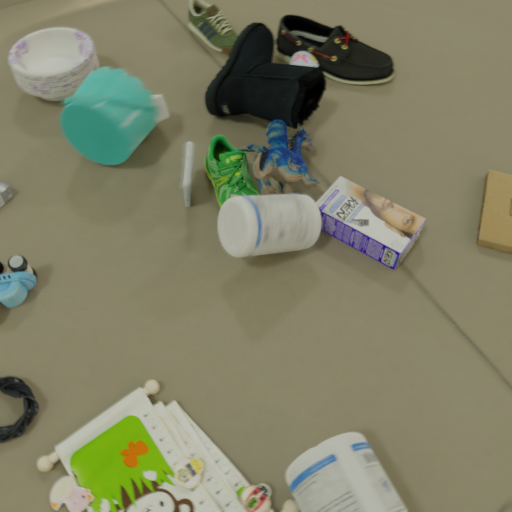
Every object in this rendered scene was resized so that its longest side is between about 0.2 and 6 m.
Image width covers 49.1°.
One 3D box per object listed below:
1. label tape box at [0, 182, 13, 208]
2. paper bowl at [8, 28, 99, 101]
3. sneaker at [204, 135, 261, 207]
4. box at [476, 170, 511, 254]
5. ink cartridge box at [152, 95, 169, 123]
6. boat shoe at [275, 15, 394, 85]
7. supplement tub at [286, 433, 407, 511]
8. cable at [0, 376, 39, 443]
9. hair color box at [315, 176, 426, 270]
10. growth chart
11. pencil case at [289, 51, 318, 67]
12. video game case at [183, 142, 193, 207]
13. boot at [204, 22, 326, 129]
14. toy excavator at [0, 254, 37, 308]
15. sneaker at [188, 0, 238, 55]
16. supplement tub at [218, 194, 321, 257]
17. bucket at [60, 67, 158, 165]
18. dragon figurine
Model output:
[{"bbox_3d":[-5.018,-1.027,10.240,0.633,0.292,0.883,26,56,18],"label":"label tape box"},{"bbox_3d":[-4.307,-4.050,12.099,1.777,0.924,1.777,0,54,0],"label":"paper bowl"},{"bbox_3d":[-0.445,-1.431,10.147,0.752,0.849,2.031,-20,54,-19],"label":"sneaker"},{"bbox_3d":[5.154,-0.639,9.985,2.217,0.236,1.812,15,54,12],"label":"box"},{"bbox_3d":[-2.455,-2.795,11.152,1.161,0.487,0.841,-33,33,-30],"label":"ink cartridge box"},{"bbox_3d":[1.756,-4.637,12.597,2.848,0.892,1.042,23,56,15],"label":"boat shoe"},{"bbox_3d":[1.194,3.114,6.619,1.139,1.139,1.727,-19,56,-14],"label":"supplement tub"},{"bbox_3d":[-3.647,2.154,7.901,1.180,0.300,0.962,-7,48,-3],"label":"cable"},{"bbox_3d":[1.922,-0.598,9.759,1.735,0.562,0.948,31,59,19],"label":"hair color box"},{"bbox_3d":[-1.246,3.046,7.226,2.989,0.265,2.163,36,62,24],"label":"growth chart"},{"bbox_3d":[0.951,-3.789,12.125,0.644,0.590,1.420,21,53,-9],"label":"pencil case"},{"bbox_3d":[-1.218,-1.457,10.088,0.106,0.813,0.894,3,68,-4],"label":"video game case"},{"bbox_3d":[0.450,-3.747,11.597,2.234,1.016,2.659,14,60,25],"label":"boot"},{"bbox_3d":[-4.078,0.678,8.847,1.149,0.590,1.181,-10,63,-6],"label":"toy excavator"},{"bbox_3d":[-1.013,-5.491,13.243,0.614,0.822,1.830,-35,61,-23],"label":"sneaker"},{"bbox_3d":[0.212,-0.512,9.137,1.473,0.972,0.972,-6,49,-37],"label":"supplement tub"},{"bbox_3d":[-2.798,-2.600,10.584,1.655,1.655,1.077,14,52,10],"label":"bucket"},{"bbox_3d":[0.282,-1.780,9.800,0.857,2.913,1.448,-32,75,27],"label":"dragon figurine"}]
